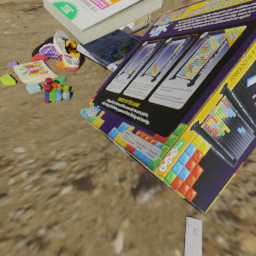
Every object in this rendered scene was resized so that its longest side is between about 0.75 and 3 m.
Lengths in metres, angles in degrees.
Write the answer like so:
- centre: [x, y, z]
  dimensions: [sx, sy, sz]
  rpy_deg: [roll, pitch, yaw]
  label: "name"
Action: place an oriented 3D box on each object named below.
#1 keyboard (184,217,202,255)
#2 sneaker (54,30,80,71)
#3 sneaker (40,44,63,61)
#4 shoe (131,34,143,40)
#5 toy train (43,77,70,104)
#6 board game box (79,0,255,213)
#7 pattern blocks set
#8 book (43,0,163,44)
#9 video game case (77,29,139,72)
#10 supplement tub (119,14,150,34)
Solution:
- centre: [1.164, 2.053, 4.976]
  dimensions: [0.295, 0.056, 1.049]
  rpy_deg: [7, 38, 10]
  label: "keyboard"
- centre: [-2.265, -3.127, 10.767]
  dimensions: [0.775, 0.818, 1.992]
  rpy_deg: [-12, 58, -32]
  label: "sneaker"
- centre: [-2.803, -2.973, 11.195]
  dimensions: [1.395, 0.562, 0.582]
  rpy_deg: [-1, 48, -18]
  label: "sneaker"
- centre: [0.508, -3.914, 12.604]
  dimensions: [1.207, 0.431, 0.549]
  rpy_deg: [2, 33, -3]
  label: "shoe"
- centre: [-2.278, -1.322, 9.098]
  dimensions: [0.805, 0.589, 1.391]
  rpy_deg: [4, 36, -12]
  label: "toy train"
- centre: [0.621, -0.580, 3.514]
  dimensions: [2.229, 0.765, 2.697]
  rpy_deg: [-49, 25, -4]
  label: "board game box"
- centre: [-3.463, -2.096, 10.363]
  dimensions: [2.734, 0.222, 2.403]
  rpy_deg: [31, 47, 34]
  label: "pattern blocks set"
- centre: [-0.560, -3.013, 6.620]
  dimensions: [2.373, 0.570, 1.585]
  rpy_deg: [-35, 66, -22]
  label: "book"
- centre: [-0.297, -3.035, 11.017]
  dimensions: [2.355, 0.284, 2.584]
  rpy_deg: [33, 45, 12]
  label: "video game case"
- centre: [-0.046, -5.384, 13.644]
  dimensions: [1.525, 1.525, 2.112]
  rpy_deg: [24, 43, 28]
  label: "supplement tub"
